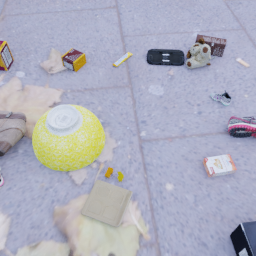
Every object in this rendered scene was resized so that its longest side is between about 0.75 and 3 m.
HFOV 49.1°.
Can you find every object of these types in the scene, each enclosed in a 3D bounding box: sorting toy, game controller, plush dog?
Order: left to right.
[{"bbox_3d":[-0.601,2.324,9.689,1.437,0.258,1.929,14,54,16],"label":"sorting toy"},{"bbox_3d":[1.907,-3.578,14.173,1.913,0.403,0.998,3,67,3],"label":"game controller"},{"bbox_3d":[3.520,-3.673,13.792,1.157,1.442,1.239,5,55,-39],"label":"plush dog"}]

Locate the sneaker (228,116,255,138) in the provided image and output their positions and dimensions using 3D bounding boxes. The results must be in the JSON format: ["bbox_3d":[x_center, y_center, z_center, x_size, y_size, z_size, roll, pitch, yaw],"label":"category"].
[{"bbox_3d":[5.097,-0.086,11.133,2.128,0.858,0.794,7,51,6],"label":"sneaker"}]

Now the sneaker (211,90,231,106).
[{"bbox_3d":[4.115,-1.443,12.287,0.942,0.659,0.366,31,59,22],"label":"sneaker"}]

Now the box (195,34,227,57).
[{"bbox_3d":[4.192,-4.226,14.355,1.531,0.767,0.574,14,54,11],"label":"box"}]

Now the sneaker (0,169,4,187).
[{"bbox_3d":[-4.866,1.525,10.084,0.512,0.550,1.274,-33,59,-24],"label":"sneaker"}]

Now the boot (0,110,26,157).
[{"bbox_3d":[-5.468,0.178,10.966,2.893,1.016,2.115,3,46,3],"label":"boot"}]

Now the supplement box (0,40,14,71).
[{"bbox_3d":[-6.859,-3.566,13.586,2.124,1.172,0.910,5,53,4],"label":"supplement box"}]

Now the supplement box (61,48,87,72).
[{"bbox_3d":[-2.664,-3.360,13.810,0.868,0.576,0.856,27,57,19],"label":"supplement box"}]

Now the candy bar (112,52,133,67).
[{"bbox_3d":[-0.280,-3.460,14.163,0.331,0.147,1.326,33,59,23],"label":"candy bar"}]

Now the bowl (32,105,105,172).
[{"bbox_3d":[-2.320,0.034,10.612,2.861,1.540,2.861,0,52,0],"label":"bowl"}]

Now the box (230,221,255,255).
[{"bbox_3d":[4.343,3.756,7.942,2.071,1.216,2.036,-5,53,-4],"label":"box"}]

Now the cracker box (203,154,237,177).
[{"bbox_3d":[3.374,1.388,10.345,1.024,0.295,0.686,-9,53,-6],"label":"cracker box"}]
